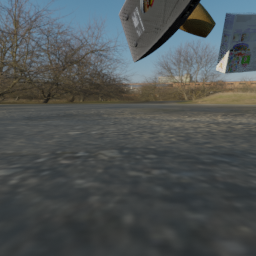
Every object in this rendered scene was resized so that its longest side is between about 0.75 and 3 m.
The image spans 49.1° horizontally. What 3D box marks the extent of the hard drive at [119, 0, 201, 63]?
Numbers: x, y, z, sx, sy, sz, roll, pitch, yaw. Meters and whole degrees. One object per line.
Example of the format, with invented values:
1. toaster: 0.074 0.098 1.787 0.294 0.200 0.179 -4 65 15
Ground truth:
1. hard drive: 0.772 -3.250 7.495 0.606 1.932 2.865 -9 -15 -31

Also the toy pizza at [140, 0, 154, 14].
1. toy pizza: 0.415 -2.590 4.721 0.203 1.279 1.279 10 7 6

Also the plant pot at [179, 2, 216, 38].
1. plant pot: 2.196 -3.466 9.032 1.163 1.083 1.083 39 14 9

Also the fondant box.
1. fondant box: 3.024 -2.253 7.440 1.085 1.503 0.438 -8 27 -18
